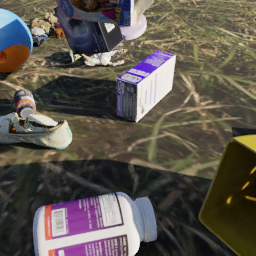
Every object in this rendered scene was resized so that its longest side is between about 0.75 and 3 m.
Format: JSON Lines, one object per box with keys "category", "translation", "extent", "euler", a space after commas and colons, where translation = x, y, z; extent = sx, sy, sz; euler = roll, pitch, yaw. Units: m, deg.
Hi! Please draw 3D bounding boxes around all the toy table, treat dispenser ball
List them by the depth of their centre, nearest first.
{"category": "treat dispenser ball", "translation": [-5.055, -3.427, 11.069], "extent": [2.420, 2.420, 2.420], "euler": [0, 37, 0]}
{"category": "toy table", "translation": [-0.024, -6.175, 14.927], "extent": [2.758, 1.757, 3.000], "euler": [-5, 45, -1]}

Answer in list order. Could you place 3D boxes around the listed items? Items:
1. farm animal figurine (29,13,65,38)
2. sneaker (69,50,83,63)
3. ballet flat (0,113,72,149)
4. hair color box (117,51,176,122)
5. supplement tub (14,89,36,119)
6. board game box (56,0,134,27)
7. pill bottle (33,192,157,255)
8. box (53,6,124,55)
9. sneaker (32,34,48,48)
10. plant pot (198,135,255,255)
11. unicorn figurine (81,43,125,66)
{"category": "farm animal figurine", "translation": [-4.285, -5.616, 14.996], "extent": [2.063, 1.087, 2.086], "euler": [-15, 40, -18]}
{"category": "sneaker", "translation": [-2.283, -3.336, 12.531], "extent": [0.549, 0.475, 1.325], "euler": [0, 37, 0]}
{"category": "ballet flat", "translation": [-2.941, -0.053, 7.911], "extent": [2.830, 0.882, 0.954], "euler": [5, 38, 7]}
{"category": "hair color box", "translation": [0.638, -1.450, 9.321], "extent": [0.821, 1.385, 2.534], "euler": [21, 42, 24]}
{"category": "supplement tub", "translation": [-3.336, -0.755, 9.055], "extent": [0.616, 0.616, 1.152], "euler": [-14, 40, -17]}
{"category": "board game box", "translation": [-0.501, -1.980, 4.016], "extent": [1.165, 1.168, 0.240], "euler": [9, 73, 4]}
{"category": "pill bottle", "translation": [-0.584, 1.865, 5.158], "extent": [2.094, 1.178, 1.178], "euler": [-8, 38, -11]}
{"category": "box", "translation": [-1.309, -3.469, 9.459], "extent": [1.693, 1.707, 1.052], "euler": [7, 44, 34]}
{"category": "sneaker", "translation": [-4.380, -4.241, 13.796], "extent": [0.483, 0.435, 1.240], "euler": [30, 52, 27]}
{"category": "plant pot", "translation": [2.991, 1.340, 5.284], "extent": [1.894, 2.147, 2.147], "euler": [-16, 39, -36]}
{"category": "unicorn figurine", "translation": [-0.971, -3.132, 12.108], "extent": [1.585, 0.852, 2.308], "euler": [-6, 22, 8]}
